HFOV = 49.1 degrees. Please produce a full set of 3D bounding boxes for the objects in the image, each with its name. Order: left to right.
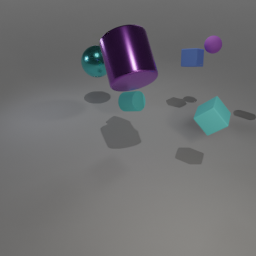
[{"bbox_3d":[-1.387,-2.959,12.486,1.400,1.400,1.400,0,30,0],"label":"ball"},{"bbox_3d":[0.015,-1.944,7.982,1.400,1.400,1.400,-14,-11,-3],"label":"cylinder"},{"bbox_3d":[0.137,-0.931,9.831,0.700,0.700,0.700,2,25,43],"label":"cylinder"},{"bbox_3d":[2.659,-2.891,11.559,0.700,0.700,0.700,8,13,36],"label":"cube"},{"bbox_3d":[2.428,-0.347,8.062,0.700,0.700,0.700,-32,16,40],"label":"cube"},{"bbox_3d":[3.459,-3.385,11.378,0.700,0.700,0.700,0,30,0],"label":"ball"}]
